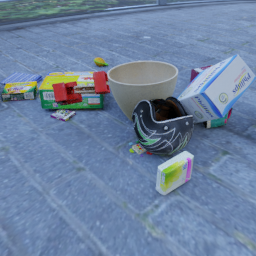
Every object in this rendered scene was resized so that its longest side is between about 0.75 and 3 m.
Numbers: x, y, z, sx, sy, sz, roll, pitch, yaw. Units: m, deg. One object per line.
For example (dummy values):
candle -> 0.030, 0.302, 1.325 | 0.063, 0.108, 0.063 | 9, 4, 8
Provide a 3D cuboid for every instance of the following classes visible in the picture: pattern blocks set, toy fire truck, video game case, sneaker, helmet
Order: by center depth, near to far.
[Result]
toy fire truck -> -1.529, -1.237, 9.251 | 1.792, 0.619, 2.541 | -9, 1, -5
helmet -> 1.200, -0.020, 9.432 | 2.007, 2.007, 1.913 | -19, 60, -26
pattern blocks set -> 0.419, 0.744, 10.018 | 0.766, 0.071, 0.872 | -9, 35, -16
sneaker -> 3.658, -0.755, 11.547 | 1.190, 0.824, 1.971 | -2, 41, 6
video game case -> -2.759, -0.566, 11.909 | 0.794, 0.142, 0.719 | 16, 35, 23

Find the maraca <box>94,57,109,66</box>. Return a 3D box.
maraca -> -1.590, -3.885, 16.596 | 0.938, 0.502, 0.643 | 14, 24, -20

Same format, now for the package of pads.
package of pads -> 1.369, 1.334, 8.241 | 1.218, 0.941, 0.415 | -23, 40, -31

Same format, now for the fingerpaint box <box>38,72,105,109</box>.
fingerpaint box -> -2.439, -1.772, 12.864 | 2.726, 1.000, 2.274 | -1, 30, -3

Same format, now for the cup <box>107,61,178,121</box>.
cup -> 0.630, -1.368, 11.373 | 2.755, 1.970, 2.755 | -4, 31, 2

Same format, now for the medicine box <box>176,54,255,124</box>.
medicine box -> 3.030, -1.315, 10.172 | 2.044, 1.155, 2.244 | -46, 9, -17

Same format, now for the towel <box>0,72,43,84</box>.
towel -> -5.622, -2.532, 14.855 | 1.813, 0.216, 1.312 | 9, 37, 16

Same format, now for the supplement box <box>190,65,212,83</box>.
supplement box -> 3.968, -2.742, 14.621 | 1.338, 0.739, 0.573 | -15, 37, -21

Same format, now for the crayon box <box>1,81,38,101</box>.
crayon box -> -5.181, -1.785, 13.471 | 1.460, 0.426, 1.260 | -5, 34, -8
